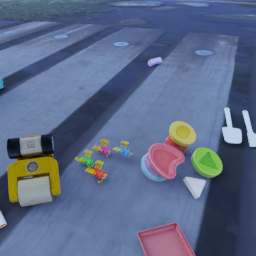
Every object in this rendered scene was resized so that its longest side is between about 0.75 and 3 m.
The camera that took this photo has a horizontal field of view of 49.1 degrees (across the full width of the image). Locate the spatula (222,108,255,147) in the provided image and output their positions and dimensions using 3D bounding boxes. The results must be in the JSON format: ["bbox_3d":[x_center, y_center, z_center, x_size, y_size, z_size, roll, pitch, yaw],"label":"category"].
[{"bbox_3d":[4.351,-0.093,10.169,1.893,0.219,2.722,6,33,11],"label":"spatula"}]

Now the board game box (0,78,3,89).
[{"bbox_3d":[-6.632,-1.798,12.221,1.509,0.469,1.999,0,19,1],"label":"board game box"}]

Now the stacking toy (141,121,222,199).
[{"bbox_3d":[1.521,1.055,8.187,1.966,0.917,2.172,42,49,13],"label":"stacking toy"}]

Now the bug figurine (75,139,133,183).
[{"bbox_3d":[-0.730,0.910,8.379,1.293,0.429,1.667,19,40,37],"label":"bug figurine"}]

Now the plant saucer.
[{"bbox_3d":[0.801,2.563,5.987,0.988,0.181,0.986,-9,33,-15],"label":"plant saucer"}]

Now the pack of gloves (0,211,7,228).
[{"bbox_3d":[-4.313,1.915,6.763,1.962,0.461,2.335,-21,37,-31],"label":"pack of gloves"}]

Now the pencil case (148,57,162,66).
[{"bbox_3d":[1.525,-3.719,15.781,0.884,0.371,0.378,-25,58,-31],"label":"pencil case"}]

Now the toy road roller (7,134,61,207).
[{"bbox_3d":[-2.488,1.129,7.617,1.187,1.410,1.932,-7,70,-11],"label":"toy road roller"}]
